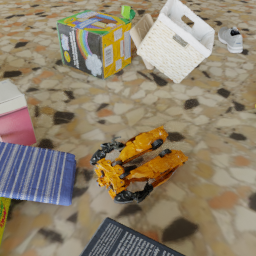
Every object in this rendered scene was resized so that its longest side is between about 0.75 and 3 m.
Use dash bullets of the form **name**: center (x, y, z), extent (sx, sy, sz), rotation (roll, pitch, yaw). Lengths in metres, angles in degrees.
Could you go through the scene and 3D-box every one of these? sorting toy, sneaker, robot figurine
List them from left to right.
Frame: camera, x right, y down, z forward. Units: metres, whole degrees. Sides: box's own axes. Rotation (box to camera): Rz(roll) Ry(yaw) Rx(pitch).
- **robot figurine**: center (0.233, 0.858, 6.584), extent (2.229, 0.649, 1.616), rotation (-24, 64, -25)
- **sorting toy**: center (0.598, -3.847, 11.279), extent (0.381, 2.589, 1.913), rotation (-12, 31, 36)
- **sneaker**: center (4.798, -4.260, 12.823), extent (0.808, 0.887, 2.162), rotation (-4, 40, -5)

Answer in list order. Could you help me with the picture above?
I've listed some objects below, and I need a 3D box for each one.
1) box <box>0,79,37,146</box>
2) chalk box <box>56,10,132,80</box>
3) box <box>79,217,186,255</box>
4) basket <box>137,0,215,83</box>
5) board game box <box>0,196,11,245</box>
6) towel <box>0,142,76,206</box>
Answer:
- **box**: center (-3.167, -0.284, 7.425), extent (0.883, 1.620, 1.036), rotation (-28, 47, -29)
- **chalk box**: center (-1.520, -3.438, 11.093), extent (2.930, 1.829, 1.816), rotation (27, 47, 27)
- **box**: center (0.290, 2.521, 4.111), extent (2.031, 1.507, 1.087), rotation (20, 44, 21)
- **basket**: center (1.778, -3.242, 10.324), extent (2.175, 1.765, 2.195), rotation (35, 43, -9)
- **board game box**: center (-3.167, 1.952, 5.527), extent (1.264, 0.593, 2.489), rotation (-5, 40, -6)
- **towel**: center (-2.308, 1.009, 6.412), extent (2.198, 0.262, 1.592), rotation (12, 35, -14)
